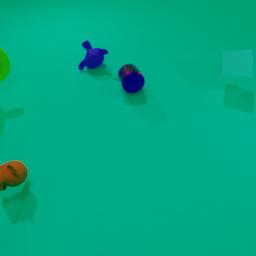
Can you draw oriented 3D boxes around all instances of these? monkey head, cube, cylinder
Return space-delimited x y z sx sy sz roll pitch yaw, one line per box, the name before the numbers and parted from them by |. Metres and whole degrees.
monkey head | -2.682 0.945 6.257 0.705 1.171 0.842 -36 88 -14
cube | 3.451 -1.895 8.802 0.850 0.850 0.850 2 88 25
monkey head | -1.312 -2.628 10.034 1.278 0.919 0.770 -28 34 19
cylinder | 0.097 -1.603 9.057 0.750 0.750 0.750 -9 34 -8

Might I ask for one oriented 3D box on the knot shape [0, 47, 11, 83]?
knot shape | -4.591 -1.614 8.163 1.908 0.942 2.039 18 86 16
